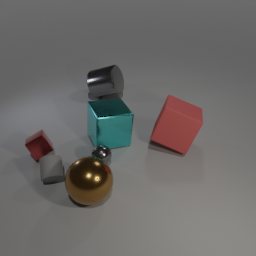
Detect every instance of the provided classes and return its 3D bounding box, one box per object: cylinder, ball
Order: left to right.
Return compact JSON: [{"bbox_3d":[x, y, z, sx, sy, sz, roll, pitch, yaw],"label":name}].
[{"bbox_3d":[-2.433,1.291,8.902,0.700,0.700,0.700,-8,67,-12],"label":"cylinder"},{"bbox_3d":[-1.124,1.516,8.134,1.400,1.400,1.400,0,32,0],"label":"ball"},{"bbox_3d":[-0.898,0.911,9.464,0.700,0.700,0.700,0,32,0],"label":"ball"},{"bbox_3d":[-1.097,-2.298,13.890,1.400,1.400,1.400,-8,28,23],"label":"cylinder"}]

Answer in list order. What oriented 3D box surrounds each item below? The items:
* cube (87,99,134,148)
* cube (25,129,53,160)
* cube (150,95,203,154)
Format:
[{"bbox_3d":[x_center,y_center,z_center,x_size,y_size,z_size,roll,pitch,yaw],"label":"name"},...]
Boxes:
[{"bbox_3d":[-0.722,-0.174,10.731,1.400,1.400,1.400,-7,32,-20],"label":"cube"},{"bbox_3d":[-3.149,0.592,9.951,0.700,0.700,0.700,-32,22,-6],"label":"cube"},{"bbox_3d":[1.793,-0.158,10.273,1.400,1.400,1.400,24,28,2],"label":"cube"}]
